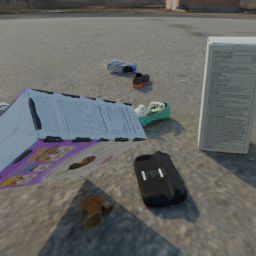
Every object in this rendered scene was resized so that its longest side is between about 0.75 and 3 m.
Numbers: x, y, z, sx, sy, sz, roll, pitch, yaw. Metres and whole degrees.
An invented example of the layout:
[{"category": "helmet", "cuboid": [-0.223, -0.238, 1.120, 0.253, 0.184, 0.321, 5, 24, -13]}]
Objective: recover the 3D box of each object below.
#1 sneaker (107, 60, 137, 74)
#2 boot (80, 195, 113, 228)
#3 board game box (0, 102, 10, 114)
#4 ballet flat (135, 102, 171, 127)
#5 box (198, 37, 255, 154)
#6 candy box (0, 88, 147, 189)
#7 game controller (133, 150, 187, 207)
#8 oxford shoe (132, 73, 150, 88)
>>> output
[{"category": "sneaker", "cuboid": [-0.333, -3.208, 14.876, 1.638, 0.631, 0.698, 2, 31, 5]}, {"category": "boot", "cuboid": [-0.746, 1.600, 5.541, 0.610, 0.301, 0.785, 18, 32, 32]}, {"category": "board game box", "cuboid": [-4.850, -0.660, 10.217, 0.640, 0.175, 1.014, 20, 33, 35]}, {"category": "ballet flat", "cuboid": [0.635, -0.506, 9.334, 1.937, 0.682, 0.652, -18, 28, -31]}, {"category": "box", "cuboid": [2.690, -0.876, 7.546, 1.392, 2.933, 1.140, 6, 27, 11]}, {"category": "candy box", "cuboid": [-1.231, 0.295, 5.347, 2.486, 2.086, 0.889, 2, 61, -51]}, {"category": "game controller", "cuboid": [0.688, 1.130, 6.533, 0.964, 0.389, 1.848, -16, 27, 0]}, {"category": "oxford shoe", "cuboid": [0.669, -2.360, 13.203, 0.544, 0.554, 1.529, 11, 29, 21]}]
